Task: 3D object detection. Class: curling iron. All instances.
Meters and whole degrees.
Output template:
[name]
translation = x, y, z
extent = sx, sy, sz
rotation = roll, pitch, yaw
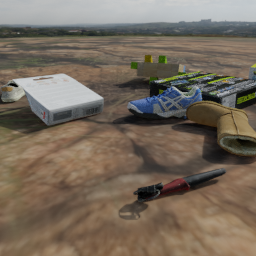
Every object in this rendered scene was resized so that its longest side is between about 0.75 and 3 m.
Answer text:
[curling iron]
translation = 0.911, 0.906, 4.517
extent = 1.782, 0.228, 0.442
rotation = -7, -15, -27

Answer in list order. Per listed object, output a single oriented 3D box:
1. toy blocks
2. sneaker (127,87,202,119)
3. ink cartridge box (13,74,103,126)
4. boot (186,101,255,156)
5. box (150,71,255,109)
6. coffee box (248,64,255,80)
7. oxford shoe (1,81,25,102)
[toy blocks]
translation = 1.545, -2.534, 12.442
extent = 2.419, 1.209, 1.653
rotation = 9, 12, 22
[sneaker]
translation = 1.055, -0.745, 7.954
extent = 2.185, 0.841, 0.827
rotation = -4, 22, -10
[ink cartridge box]
translation = -2.107, -0.934, 8.300
extent = 1.817, 0.562, 2.241
rotation = -17, 37, -40
[boot]
translation = 2.153, -0.060, 6.545
extent = 1.654, 0.624, 1.888
rotation = 5, 23, 13
[box]
translation = 2.741, -1.310, 9.661
extent = 2.929, 0.696, 2.829
rotation = -19, 26, -38
[coffee box]
translation = 5.062, -1.771, 10.309
extent = 1.044, 1.034, 1.045
rotation = 14, 25, 31
[oxford shoe]
translation = -4.104, -1.451, 10.135
extent = 0.772, 0.593, 2.053
rotation = -6, 20, -7
